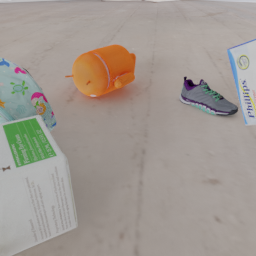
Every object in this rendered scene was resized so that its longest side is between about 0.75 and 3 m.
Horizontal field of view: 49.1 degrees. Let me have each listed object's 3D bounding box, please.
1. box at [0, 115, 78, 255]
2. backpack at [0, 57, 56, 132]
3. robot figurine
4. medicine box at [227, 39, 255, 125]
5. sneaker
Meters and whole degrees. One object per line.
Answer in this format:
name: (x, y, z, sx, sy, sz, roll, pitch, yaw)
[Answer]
box: (-1.866, 0.920, 4.858, 1.405, 1.640, 1.632, -17, 35, -24)
backpack: (-3.205, -0.462, 6.424, 2.864, 2.543, 2.156, 15, 54, 21)
robot figurine: (-0.882, -2.086, 10.131, 2.751, 1.979, 1.604, -31, -2, -42)
medicine box: (3.097, -1.066, 5.676, 1.768, 1.610, 0.910, -19, 5, -26)
sneaker: (2.562, -1.046, 9.011, 2.020, 0.884, 0.752, 22, 37, 34)
